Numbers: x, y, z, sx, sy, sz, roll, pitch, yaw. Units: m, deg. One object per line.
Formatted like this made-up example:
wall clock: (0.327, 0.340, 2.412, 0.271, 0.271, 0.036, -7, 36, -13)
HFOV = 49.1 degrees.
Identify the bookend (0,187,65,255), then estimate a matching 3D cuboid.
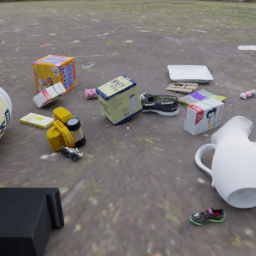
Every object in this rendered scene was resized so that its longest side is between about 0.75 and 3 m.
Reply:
bookend: (-2.555, 2.246, 4.908, 2.392, 1.102, 2.377, 0, 32, -2)

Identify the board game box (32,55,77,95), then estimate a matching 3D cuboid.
board game box: (-3.235, -2.387, 12.512, 1.331, 1.332, 1.331, 10, 32, 17)

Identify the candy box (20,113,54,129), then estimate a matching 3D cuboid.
candy box: (-3.253, -0.263, 10.088, 1.135, 0.150, 0.580, 14, 36, 23)

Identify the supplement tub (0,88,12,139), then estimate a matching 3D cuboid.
supplement tub: (-4.612, -0.188, 8.291, 1.857, 1.857, 2.561, -2, 30, -3)

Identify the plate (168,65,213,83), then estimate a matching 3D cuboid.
plate: (3.044, -2.674, 13.998, 2.016, 0.326, 2.011, 1, 31, 2)

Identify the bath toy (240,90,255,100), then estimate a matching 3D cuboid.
bath toy: (5.156, -1.417, 11.915, 0.806, 0.350, 0.298, -18, 57, -20)

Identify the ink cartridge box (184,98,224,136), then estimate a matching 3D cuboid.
ink cartridge box: (2.585, -0.397, 9.553, 1.270, 0.925, 0.526, -18, 35, -28)

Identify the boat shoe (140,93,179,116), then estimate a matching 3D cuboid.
boat shoe: (0.846, -1.028, 10.814, 2.251, 0.679, 0.851, 6, 37, 14)

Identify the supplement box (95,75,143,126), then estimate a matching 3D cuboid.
supplement box: (-0.295, -0.989, 9.942, 1.249, 1.248, 0.839, -30, 40, -17)

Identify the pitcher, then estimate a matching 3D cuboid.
pitcher: (2.527, 0.962, 7.063, 1.287, 1.822, 2.123, 33, 38, -23)

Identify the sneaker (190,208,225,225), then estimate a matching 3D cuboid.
sneaker: (1.756, 1.915, 6.216, 0.811, 0.340, 0.311, -6, 31, -10)

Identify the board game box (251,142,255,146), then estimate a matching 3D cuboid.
board game box: (3.704, 0.914, 7.941, 1.484, 0.305, 1.480, 7, 31, 11)

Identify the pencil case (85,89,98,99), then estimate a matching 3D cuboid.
pencil case: (-1.307, -1.496, 11.889, 1.052, 0.455, 0.436, -8, 44, -10)

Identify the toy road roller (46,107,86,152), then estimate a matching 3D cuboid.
toy road roller: (-2.093, 0.102, 8.792, 1.069, 0.900, 1.465, -30, 41, -23)

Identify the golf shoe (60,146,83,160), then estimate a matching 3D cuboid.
golf shoe: (-1.688, 0.733, 8.339, 0.755, 0.294, 0.357, 23, 23, 28)

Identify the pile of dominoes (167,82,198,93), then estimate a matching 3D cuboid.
pile of dominoes: (2.464, -1.786, 12.751, 1.334, 0.212, 1.040, 11, 32, 33)

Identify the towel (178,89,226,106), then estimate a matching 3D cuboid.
towel: (3.024, -1.170, 11.575, 1.786, 0.203, 1.282, -20, 35, -30)

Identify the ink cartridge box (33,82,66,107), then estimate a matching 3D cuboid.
ink cartridge box: (-3.118, -1.328, 11.183, 0.766, 0.446, 1.058, -25, 11, 44)
